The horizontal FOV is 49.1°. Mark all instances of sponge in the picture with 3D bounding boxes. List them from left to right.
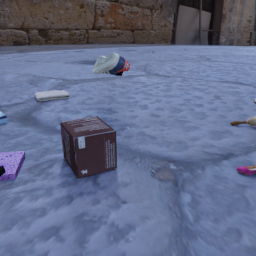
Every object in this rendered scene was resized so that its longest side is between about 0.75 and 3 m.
[{"bbox_3d":[-3.096,0.945,7.137,0.700,0.187,1.256,-3,21,-8],"label":"sponge"}]

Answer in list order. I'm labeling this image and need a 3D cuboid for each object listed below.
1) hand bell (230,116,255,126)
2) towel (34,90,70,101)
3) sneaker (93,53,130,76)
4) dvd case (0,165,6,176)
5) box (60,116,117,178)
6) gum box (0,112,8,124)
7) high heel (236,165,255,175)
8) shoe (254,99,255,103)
[{"bbox_3d":[4.169,-0.194,10.013,0.962,0.501,0.501,-7,18,20],"label":"hand bell"},{"bbox_3d":[-3.717,-1.605,13.739,1.609,0.277,1.066,-10,22,-24],"label":"towel"},{"bbox_3d":[-0.687,-2.446,11.387,0.924,0.820,2.187,21,-3,-29],"label":"sneaker"},{"bbox_3d":[-3.458,1.331,4.838,1.742,0.214,2.442,-16,10,4],"label":"dvd case"},{"bbox_3d":[-1.029,0.434,7.211,1.071,1.082,1.304,-10,23,-25],"label":"box"},{"bbox_3d":[-5.352,-0.372,10.437,1.191,0.312,1.402,-18,27,-39],"label":"gum box"},{"bbox_3d":[3.134,0.927,6.849,0.886,0.425,0.298,5,21,13],"label":"high heel"},{"bbox_3d":[6.147,-1.163,12.531,0.396,0.302,1.133,-9,23,-22],"label":"shoe"}]
